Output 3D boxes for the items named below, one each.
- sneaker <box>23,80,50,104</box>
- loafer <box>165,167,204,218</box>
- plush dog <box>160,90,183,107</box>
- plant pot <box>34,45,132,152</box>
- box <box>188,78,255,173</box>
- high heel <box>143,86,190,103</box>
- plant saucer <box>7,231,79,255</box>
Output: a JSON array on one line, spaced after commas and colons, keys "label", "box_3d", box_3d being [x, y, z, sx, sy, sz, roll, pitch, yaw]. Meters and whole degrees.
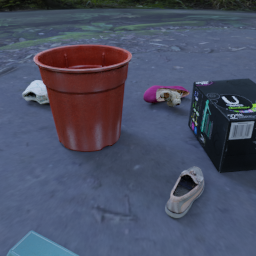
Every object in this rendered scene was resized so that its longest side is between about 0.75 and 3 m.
[{"label": "sneaker", "box_3d": [-3.304, -1.443, 12.221, 2.787, 0.980, 1.117, 3, 34, 20]}, {"label": "loafer", "box_3d": [1.530, 1.479, 7.150, 0.684, 0.598, 1.903, 16, 33, 26]}, {"label": "plush dog", "box_3d": [1.747, -1.329, 11.653, 0.797, 0.744, 0.928, 16, -2, -13]}, {"label": "plant pot", "box_3d": [-1.358, -0.965, 9.222, 2.953, 2.871, 2.953, 0, 29, 0]}, {"label": "box", "box_3d": [3.441, -0.228, 8.955, 2.171, 1.817, 2.923, -3, 29, -6]}, {"label": "high heel", "box_3d": [1.705, -1.459, 12.321, 1.080, 0.758, 2.251, 14, 17, 43]}, {"label": "plant saucer", "box_3d": [-1.373, 2.656, 5.463, 2.158, 0.205, 0.755, 14, 32, 26]}]
